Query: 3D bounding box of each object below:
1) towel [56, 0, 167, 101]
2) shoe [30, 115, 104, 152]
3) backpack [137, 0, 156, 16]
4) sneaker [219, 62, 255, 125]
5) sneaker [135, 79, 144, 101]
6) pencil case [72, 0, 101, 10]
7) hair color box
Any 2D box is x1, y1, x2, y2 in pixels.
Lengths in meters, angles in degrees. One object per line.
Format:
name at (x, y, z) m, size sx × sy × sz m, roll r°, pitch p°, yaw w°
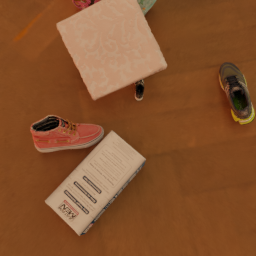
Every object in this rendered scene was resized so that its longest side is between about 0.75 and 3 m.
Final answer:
towel at (-0.478, -2.446, 8.340) m, size 2.498 × 0.422 × 2.616 m, roll -25°, pitch 89°, yaw 2°
shoe at (-1.745, 0.099, 8.205) m, size 2.086 × 0.949 × 0.745 m, roll -11°, pitch 52°, yaw -10°
backpack at (0.178, -4.602, 9.652) m, size 1.794 × 1.351 × 1.593 m, roll 22°, pitch 71°, yaw 36°
sneaker at (3.403, -1.213, 8.753) m, size 0.791 × 0.866 × 2.140 m, roll -21°, pitch 66°, yaw 16°
sneaker at (0.393, -1.423, 9.194) m, size 0.327 × 0.446 × 0.985 m, roll 3°, pitch 71°, yaw -7°
pencil case at (-1.485, -5.618, 10.276) m, size 1.143 × 1.094 × 2.642 m, roll 8°, pitch 70°, yaw -25°
hair color box at (-0.858, 1.533, 7.995) m, size 1.347 × 0.815 × 2.693 m, roll 40°, pitch 76°, yaw 12°
